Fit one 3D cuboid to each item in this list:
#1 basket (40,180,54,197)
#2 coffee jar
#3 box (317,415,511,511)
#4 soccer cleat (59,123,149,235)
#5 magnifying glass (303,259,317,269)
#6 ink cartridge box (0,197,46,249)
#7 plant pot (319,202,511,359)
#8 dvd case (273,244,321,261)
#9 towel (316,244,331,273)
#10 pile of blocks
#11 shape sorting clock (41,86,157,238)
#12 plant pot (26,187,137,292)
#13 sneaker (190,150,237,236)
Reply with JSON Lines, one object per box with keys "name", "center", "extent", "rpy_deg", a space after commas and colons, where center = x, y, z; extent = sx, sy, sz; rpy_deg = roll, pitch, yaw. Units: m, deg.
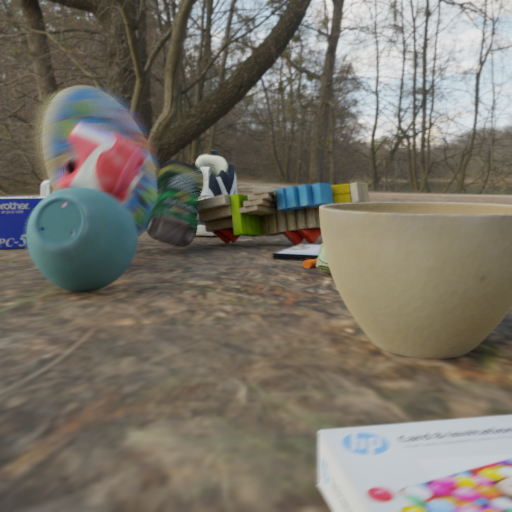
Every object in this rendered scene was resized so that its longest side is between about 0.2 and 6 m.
{"name": "basket", "center": [-5.189, -1.448, 16.344], "extent": [1.330, 1.461, 2.156], "rpy_deg": [5, 9, 5]}
{"name": "coffee jar", "center": [-1.654, -1.154, 11.701], "extent": [1.000, 0.818, 1.917], "rpy_deg": [17, 44, -16]}
{"name": "box", "center": [1.082, 1.128, 2.149], "extent": [1.291, 0.341, 1.657], "rpy_deg": [-1, 7, -10]}
{"name": "soccer cleat", "center": [-2.666, -0.936, 8.874], "extent": [1.151, 1.004, 3.010], "rpy_deg": [32, -37, -13]}
{"name": "magnifying glass", "center": [1.430, 0.091, 10.093], "extent": [1.464, 0.164, 0.583], "rpy_deg": [-4, 9, -39]}
{"name": "ink cartridge box", "center": [-4.584, -0.760, 12.520], "extent": [2.377, 1.117, 0.526], "rpy_deg": [-3, 9, -22]}
{"name": "plant pot", "center": [1.566, 0.192, 5.203], "extent": [1.951, 1.310, 1.951], "rpy_deg": [-1, 9, 0]}
{"name": "dvd case", "center": [1.122, -0.068, 11.146], "extent": [1.131, 0.139, 1.585], "rpy_deg": [3, 9, 22]}
{"name": "towel", "center": [1.548, 0.049, 9.352], "extent": [1.073, 0.264, 1.446], "rpy_deg": [7, 13, 7]}
{"name": "pile of blocks", "center": [0.597, -0.828, 12.434], "extent": [3.913, 1.216, 1.606], "rpy_deg": [-7, -4, 5]}
{"name": "shape sorting clock", "center": [-3.084, -1.888, 11.643], "extent": [0.650, 3.312, 3.312], "rpy_deg": [-13, 3, 22]}
{"name": "plant pot", "center": [-2.401, -0.314, 7.360], "extent": [1.438, 1.438, 0.969], "rpy_deg": [1, -13, 4]}
{"name": "sneaker", "center": [-0.990, -1.819, 15.820], "extent": [1.394, 2.273, 3.493], "rpy_deg": [4, 9, 19]}
